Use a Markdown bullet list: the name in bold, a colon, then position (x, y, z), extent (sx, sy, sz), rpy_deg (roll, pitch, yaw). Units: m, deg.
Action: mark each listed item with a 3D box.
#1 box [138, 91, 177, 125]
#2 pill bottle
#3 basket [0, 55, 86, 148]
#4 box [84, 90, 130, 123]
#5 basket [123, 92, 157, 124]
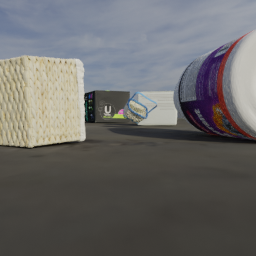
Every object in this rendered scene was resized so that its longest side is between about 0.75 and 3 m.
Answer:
- **box**: position (1.000, -0.626, 9.292), extent (1.258, 1.078, 1.252), rpy_deg (-1, 2, 9)
- **pill bottle**: position (1.564, -0.555, 4.308), extent (1.373, 1.373, 2.464), rpy_deg (0, 2, -9)
- **basket**: position (-1.105, -0.303, 3.218), extent (0.980, 0.989, 0.795), rpy_deg (1, 4, 32)
- **box**: position (-1.146, -0.988, 13.429), extent (1.751, 1.466, 2.358), rpy_deg (-1, 2, -26)
- **basket**: position (0.278, -0.557, 7.568), extent (0.728, 0.574, 0.825), rpy_deg (30, -50, -25)
